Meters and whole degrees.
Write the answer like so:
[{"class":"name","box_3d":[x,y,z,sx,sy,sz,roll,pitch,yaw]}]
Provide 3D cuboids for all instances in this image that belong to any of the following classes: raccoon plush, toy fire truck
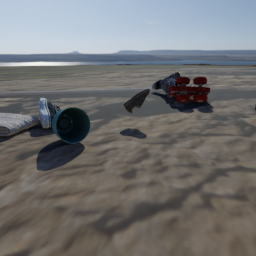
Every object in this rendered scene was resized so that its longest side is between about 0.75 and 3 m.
[{"class":"raccoon plush","box_3d":[1.939,-2.032,14.856,2.374,1.149,1.591,-20,10,46]},{"class":"toy fire truck","box_3d":[2.842,-1.655,13.070,1.870,1.049,1.571,1,-9,0]}]

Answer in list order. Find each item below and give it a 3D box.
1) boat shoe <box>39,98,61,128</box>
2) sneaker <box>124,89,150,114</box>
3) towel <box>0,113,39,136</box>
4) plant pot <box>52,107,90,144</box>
[{"class":"boat shoe","box_3d":[-2.535,-0.465,9.181,0.682,0.694,1.924,-2,26,-21]},{"class":"sneaker","box_3d":[0.343,-0.884,9.182,1.075,0.406,0.379,-36,12,-19]},{"class":"towel","box_3d":[-3.994,-0.181,8.507,2.172,0.374,1.439,5,17,16]},{"class":"plant pot","box_3d":[-1.551,-0.088,7.308,0.921,0.921,0.739,-10,9,-31]}]
